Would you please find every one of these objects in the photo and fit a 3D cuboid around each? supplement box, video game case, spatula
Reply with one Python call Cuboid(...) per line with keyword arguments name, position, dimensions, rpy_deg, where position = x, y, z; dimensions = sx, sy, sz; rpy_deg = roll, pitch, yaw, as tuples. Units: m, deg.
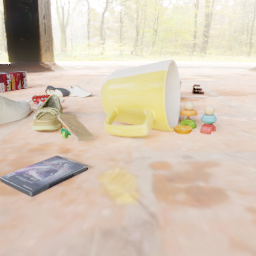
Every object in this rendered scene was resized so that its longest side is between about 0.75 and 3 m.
Cuboid(name="supplement box", position=(-6.174, -2.460, 14.777), dimensions=(0.531, 0.950, 1.745), rpy_deg=(10, 20, 29))
Cuboid(name="video game case", position=(-1.467, 0.811, 5.007), dimensions=(0.889, 0.118, 1.245), rpy_deg=(12, 21, 35))
Cuboid(name="spatula", position=(-3.467, -0.969, 11.141), dimensions=(1.536, 0.177, 2.209), rpy_deg=(4, 17, -5))

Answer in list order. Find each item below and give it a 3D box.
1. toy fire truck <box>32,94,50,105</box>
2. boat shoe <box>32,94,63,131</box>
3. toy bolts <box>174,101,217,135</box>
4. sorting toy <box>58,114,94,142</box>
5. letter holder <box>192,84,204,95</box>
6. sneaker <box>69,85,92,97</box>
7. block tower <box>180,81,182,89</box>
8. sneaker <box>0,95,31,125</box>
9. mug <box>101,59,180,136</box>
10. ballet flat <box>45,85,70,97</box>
Cuboid(name="toy fire truck", position=(-2.923, -0.906, 10.046), dimensions=(0.895, 0.631, 0.218), rpy_deg=(-5, 46, 7))
Cuboid(name="boat shoe", position=(-2.329, -0.459, 8.281), dimensions=(0.833, 0.718, 2.283), rpy_deg=(-1, 16, -3))
Cuboid(name="toy bolts", position=(1.827, -0.279, 7.594), dimensions=(1.091, 0.756, 1.042), rpy_deg=(10, 19, 32))
Cuboid(name="sorting toy", position=(-1.298, 0.013, 6.430), dimensions=(0.788, 0.157, 1.066), rpy_deg=(49, 18, 15))
Cuboid(name="letter holder", position=(3.513, -1.914, 13.892), dimensions=(0.574, 0.406, 0.808), rpy_deg=(7, 17, 16))
Cuboid(name="sneaker", position=(-2.236, -1.687, 12.899), dimensions=(1.194, 0.520, 0.445), rpy_deg=(5, 16, 12))
Cuboid(name="block tower", position=(1.233, -1.752, 12.023), dimensions=(0.624, 0.668, 2.311), rpy_deg=(15, -5, -35))
Cuboid(name="sneaker", position=(-3.898, -0.742, 8.551), dimensions=(0.985, 1.145, 2.705), rpy_deg=(2, 15, 14))
Cuboid(name="mug", position=(0.242, -0.874, 7.635), dimensions=(1.961, 1.914, 2.389), rpy_deg=(3, 7, 21))
Cuboid(name="ballet flat", position=(-3.320, -1.644, 12.980), dimensions=(1.391, 0.508, 0.508), rpy_deg=(17, 22, 29))
